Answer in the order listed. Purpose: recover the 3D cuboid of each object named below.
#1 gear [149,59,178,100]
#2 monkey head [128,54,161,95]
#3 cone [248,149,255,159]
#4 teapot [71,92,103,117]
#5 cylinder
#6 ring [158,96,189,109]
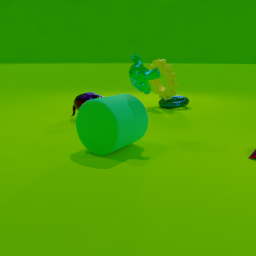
[{"bbox_3d":[1.462,-2.041,11.868,0.315,1.705,1.705,-22,22,-22],"label":"gear"},{"bbox_3d":[0.402,-1.265,6.728,0.766,1.064,0.641,-16,22,14],"label":"monkey head"},{"bbox_3d":[3.005,0.458,5.992,0.915,0.911,0.911,-26,13,6],"label":"cone"},{"bbox_3d":[-1.455,-0.804,9.793,1.475,0.722,0.917,-17,-4,22],"label":"teapot"},{"bbox_3d":[-0.356,-0.121,6.582,1.247,1.247,1.247,10,17,34],"label":"cylinder"},{"bbox_3d":[1.987,-1.124,12.186,1.349,0.270,1.349,-7,19,2],"label":"ring"}]
